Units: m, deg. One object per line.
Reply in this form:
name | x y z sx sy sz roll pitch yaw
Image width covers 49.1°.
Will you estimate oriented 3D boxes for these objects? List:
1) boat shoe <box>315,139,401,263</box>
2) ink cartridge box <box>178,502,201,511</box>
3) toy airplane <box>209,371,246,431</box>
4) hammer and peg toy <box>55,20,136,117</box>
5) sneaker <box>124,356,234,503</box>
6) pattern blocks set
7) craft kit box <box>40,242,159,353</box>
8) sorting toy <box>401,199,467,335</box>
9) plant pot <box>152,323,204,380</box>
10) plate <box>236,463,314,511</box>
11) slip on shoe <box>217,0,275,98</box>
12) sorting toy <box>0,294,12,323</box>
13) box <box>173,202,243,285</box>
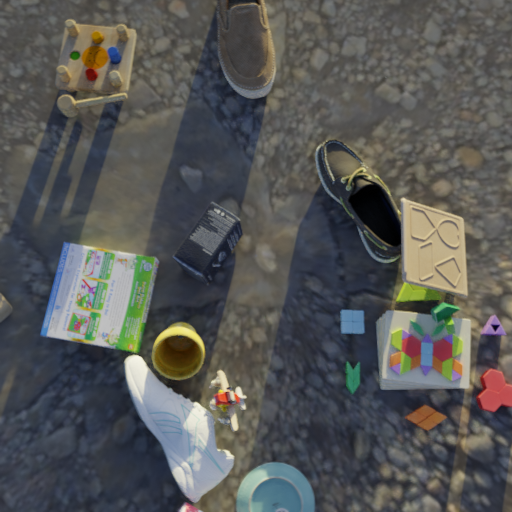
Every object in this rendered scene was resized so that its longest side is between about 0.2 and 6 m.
boat shoe | 2.059 -1.187 10.767 0.977 0.825 2.741 -29 79 -6
ink cartridge box | -0.923 4.809 9.278 1.186 0.503 0.864 32 104 -8
toy airplane | -0.524 2.508 9.704 0.569 0.807 0.803 -22 113 10
hammer and peg toy | -3.264 -3.723 11.415 1.529 0.733 2.078 4 77 -1
sneaker | -1.392 2.855 9.858 1.088 0.955 2.714 -31 86 -12
pattern blocks set | 3.133 1.791 10.379 3.092 0.251 2.718 -9 77 -2
craft kit box | -2.911 0.777 10.543 1.803 0.443 1.826 10 77 5
sorting toy | 3.233 0.231 10.290 1.721 0.343 2.328 15 69 -28
plant pot | -1.372 1.616 10.017 0.900 0.847 0.900 -1 108 -4
plate | 0.340 4.363 9.825 1.386 0.177 1.386 0 76 -1
slip on shoe | -0.239 -4.794 11.545 1.168 0.931 3.073 -3 77 -1
sorting toy | -5.703 1.139 10.530 1.819 0.244 1.355 -43 81 -9
box | -0.872 -0.201 10.474 0.663 0.941 1.272 32 78 10
